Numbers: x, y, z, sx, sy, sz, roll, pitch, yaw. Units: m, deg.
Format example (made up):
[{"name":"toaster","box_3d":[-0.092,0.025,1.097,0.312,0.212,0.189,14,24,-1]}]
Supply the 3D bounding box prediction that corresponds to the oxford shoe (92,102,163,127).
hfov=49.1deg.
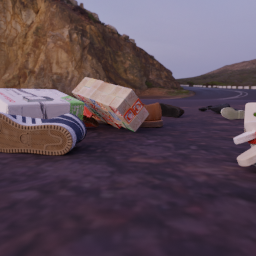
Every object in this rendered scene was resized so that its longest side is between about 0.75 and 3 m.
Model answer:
[{"name":"oxford shoe","box_3d":[-0.064,-0.578,10.233,2.804,0.999,1.000,1,8,24]}]

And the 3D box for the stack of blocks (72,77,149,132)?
[{"name":"stack of blocks","box_3d":[-0.523,-0.704,8.902,2.506,0.734,1.443,23,-20,47]}]

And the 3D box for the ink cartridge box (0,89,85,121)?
[{"name":"ink cartridge box","box_3d":[-2.703,-0.478,8.065,2.311,0.971,1.682,-7,24,-45]}]

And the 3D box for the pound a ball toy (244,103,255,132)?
[{"name":"pound a ball toy","box_3d":[4.336,-0.089,7.829,1.969,0.836,1.284,3,-18,24]}]

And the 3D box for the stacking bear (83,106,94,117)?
[{"name":"stacking bear","box_3d":[-0.873,-0.753,11.644,1.803,1.025,1.095,7,-25,-35]}]

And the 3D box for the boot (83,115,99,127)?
[{"name":"boot","box_3d":[-1.379,-0.163,9.521,0.451,0.315,0.841,-37,-37,28]}]

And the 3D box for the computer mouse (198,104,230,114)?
[{"name":"computer mouse","box_3d":[5.088,-1.079,16.678,0.862,0.501,2.941,-17,5,-11]}]

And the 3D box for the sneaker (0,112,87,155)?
[{"name":"sneaker","box_3d":[-1.978,0.034,5.949,2.236,0.784,1.213,9,14,12]}]

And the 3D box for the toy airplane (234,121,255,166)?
[{"name":"toy airplane","box_3d":[2.626,0.159,4.484,1.759,1.241,1.751,-35,-16,17]}]

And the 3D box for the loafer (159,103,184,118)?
[{"name":"loafer","box_3d":[2.134,-0.838,14.004,0.621,0.635,1.741,0,16,-33]}]

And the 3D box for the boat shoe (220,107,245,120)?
[{"name":"boat shoe","box_3d":[4.659,-0.667,12.651,1.428,0.534,0.474,-2,6,-24]}]
